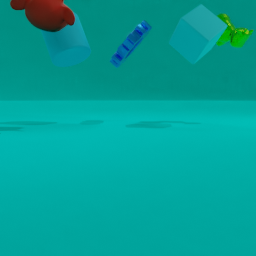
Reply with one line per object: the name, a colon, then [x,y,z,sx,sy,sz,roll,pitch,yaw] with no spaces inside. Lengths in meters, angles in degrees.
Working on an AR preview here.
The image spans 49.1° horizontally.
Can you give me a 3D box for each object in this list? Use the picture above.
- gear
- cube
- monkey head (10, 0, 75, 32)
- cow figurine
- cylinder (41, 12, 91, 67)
gear: [0.095,-2.926,9.842,0.340,1.840,1.840,41,3,-5]
cube: [2.109,-2.850,8.559,1.067,1.067,1.067,-41,-10,-26]
monkey head: [-2.076,-3.280,7.457,1.877,1.350,1.131,19,22,9]
cow figurine: [3.500,-3.404,9.709,0.814,1.483,1.459,-4,-11,-35]
cylinder: [-2.120,-2.995,9.527,1.360,1.360,1.360,-20,-8,-3]
